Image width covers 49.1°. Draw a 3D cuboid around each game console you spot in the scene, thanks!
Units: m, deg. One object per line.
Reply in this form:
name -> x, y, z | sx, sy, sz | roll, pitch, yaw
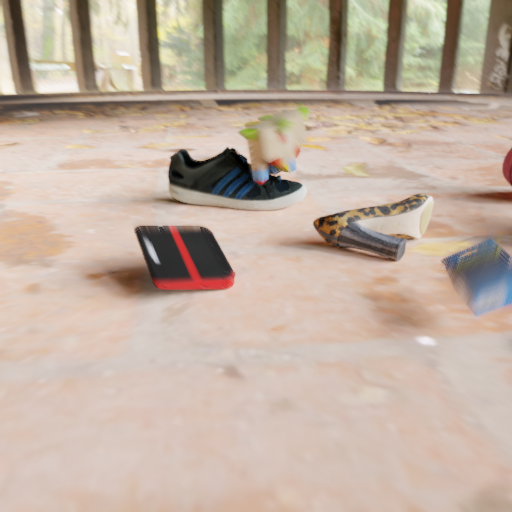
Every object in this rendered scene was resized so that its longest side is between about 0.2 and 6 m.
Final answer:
game console -> -1.104, 0.012, 8.662 | 1.311, 0.230, 1.483 | -2, 38, -26

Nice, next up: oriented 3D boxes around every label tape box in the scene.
label tape box -> 3.012, 0.267, 7.391 | 0.767, 0.354, 1.071 | -23, 25, 7

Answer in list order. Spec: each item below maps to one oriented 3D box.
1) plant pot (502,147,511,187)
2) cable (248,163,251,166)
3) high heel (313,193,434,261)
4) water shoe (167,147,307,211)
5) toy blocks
plant pot -> 6.751, -1.928, 13.066 | 1.495, 1.495, 1.338 | -2, 36, -4
cable -> -0.177, -2.418, 15.772 | 0.929, 0.289, 1.139 | -12, 24, -28
high heel -> 2.275, -0.805, 10.567 | 1.754, 0.879, 2.461 | 19, 36, 27
water shoe -> -0.466, -1.786, 12.663 | 3.227, 1.274, 1.154 | 3, 22, 6
toy blocks -> 0.485, -2.360, 12.276 | 0.940, 1.286, 1.881 | 14, 36, 37
